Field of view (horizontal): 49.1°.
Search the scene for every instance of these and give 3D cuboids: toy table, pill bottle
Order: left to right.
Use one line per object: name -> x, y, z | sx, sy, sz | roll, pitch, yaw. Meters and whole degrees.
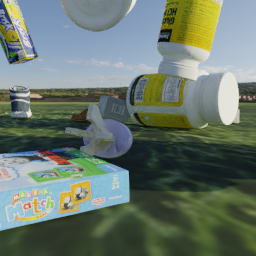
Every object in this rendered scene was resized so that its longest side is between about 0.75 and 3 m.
toy table -> -0.398, 0.110, 3.610 | 0.810, 0.744, 0.474 | -9, -17, 34
pill bottle -> -0.466, -2.910, 5.879 | 1.320, 1.320, 2.308 | 1, 30, 9
pill bottle -> 1.406, -0.762, 7.525 | 2.668, 1.525, 1.525 | 5, 8, 41
pill bottle -> 1.044, -1.724, 4.916 | 0.943, 1.677, 0.943 | 11, 9, -2

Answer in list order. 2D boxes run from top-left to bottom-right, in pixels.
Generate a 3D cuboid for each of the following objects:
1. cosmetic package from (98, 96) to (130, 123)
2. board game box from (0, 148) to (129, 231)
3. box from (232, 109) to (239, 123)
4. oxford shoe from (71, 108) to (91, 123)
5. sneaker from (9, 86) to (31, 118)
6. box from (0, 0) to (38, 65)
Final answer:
cosmetic package -> -0.496, -0.646, 9.476 | 0.894, 0.755, 1.674 | 15, -1, -13
board game box -> -0.946, 0.427, 2.169 | 1.541, 0.282, 1.165 | -5, 8, -32
box -> 3.368, -0.491, 9.969 | 0.450, 0.482, 2.324 | 1, 5, 4
oxford shoe -> -1.431, -0.429, 9.453 | 1.333, 0.475, 0.475 | 2, 8, 38
sneaker -> -4.515, -1.101, 11.766 | 0.837, 1.296, 2.389 | -2, 6, -20
box -> -2.096, -1.800, 5.004 | 0.403, 1.254, 0.439 | -15, 13, 16
